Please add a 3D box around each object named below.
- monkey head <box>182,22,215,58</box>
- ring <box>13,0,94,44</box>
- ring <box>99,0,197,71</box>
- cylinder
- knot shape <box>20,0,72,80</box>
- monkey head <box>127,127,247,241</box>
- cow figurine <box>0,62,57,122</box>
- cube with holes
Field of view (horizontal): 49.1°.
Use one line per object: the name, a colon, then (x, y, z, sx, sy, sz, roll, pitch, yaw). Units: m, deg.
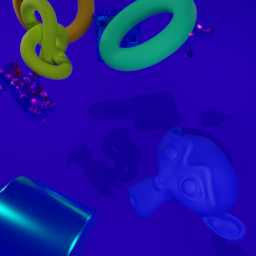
monkey head: (1.466, -2.087, 6.573, 1.070, 0.645, 0.770, -7, 83, -13)
ring: (-1.673, -2.796, 6.326, 1.824, 1.824, 0.365, 0, 32, 0)
ring: (0.314, -1.801, 5.116, 1.899, 0.380, 1.899, -18, 47, 21)
cylinder: (-1.014, 1.205, 3.242, 1.008, 1.008, 1.008, 25, 66, 8)
knot shape: (-1.630, -1.778, 5.493, 0.750, 1.518, 1.622, -12, 28, 0)
monkey head: (0.724, 0.721, 3.720, 1.301, 1.090, 1.809, -38, 58, 17)
cow figurine: (-2.153, -0.725, 5.847, 0.779, 1.396, 1.419, -37, 103, -25)
cube with holes: (-0.250, -2.269, 6.815, 1.034, 1.034, 1.034, -2, 30, -3)
